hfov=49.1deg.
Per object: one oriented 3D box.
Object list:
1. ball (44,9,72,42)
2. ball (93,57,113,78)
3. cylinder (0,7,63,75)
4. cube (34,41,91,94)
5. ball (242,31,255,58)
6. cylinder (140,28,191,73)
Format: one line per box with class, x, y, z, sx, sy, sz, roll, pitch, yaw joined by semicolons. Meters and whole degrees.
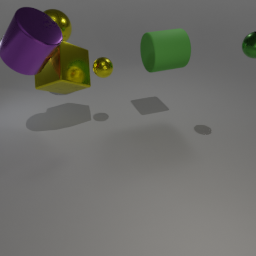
ball;-2.988;-4.069;11.353;1.400;1.400;1.400;0;31;0
ball;-0.846;-2.055;9.529;0.700;0.700;0.700;0;31;0
cylinder;-2.865;-2.515;8.233;1.400;1.400;1.400;26;44;-29
cube;-2.319;-2.079;9.903;1.400;1.400;1.400;-9;-7;36
ball;3.426;-2.225;7.506;0.700;0.700;0.700;0;31;0
cylinder;1.339;-2.818;10.195;1.400;1.400;1.400;-12;33;-16
